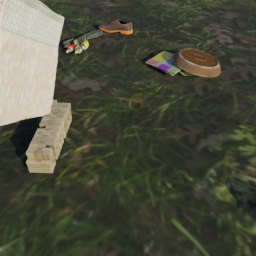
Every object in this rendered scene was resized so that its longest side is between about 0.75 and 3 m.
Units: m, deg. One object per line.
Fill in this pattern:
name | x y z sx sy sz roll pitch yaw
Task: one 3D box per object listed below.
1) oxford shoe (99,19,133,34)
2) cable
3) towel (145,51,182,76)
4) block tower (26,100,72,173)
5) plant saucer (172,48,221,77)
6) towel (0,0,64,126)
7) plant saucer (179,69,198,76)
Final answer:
oxford shoe | -0.598 -5.036 13.691 1.704 0.618 0.607 9 43 9
cable | -2.032 -3.942 12.795 1.215 0.629 2.501 -2 27 23
towel | 1.614 -2.606 11.194 1.186 0.188 1.652 -34 46 -25
block tower | -2.179 0.155 8.022 0.689 0.644 2.383 3 43 2
plant saucer | 2.734 -2.643 10.997 1.989 0.343 1.989 8 38 -7
towel | -1.817 -1.194 5.075 0.370 2.192 2.295 12 10 7
plant saucer | 2.599 -2.351 10.973 1.083 0.260 1.085 4 43 14
